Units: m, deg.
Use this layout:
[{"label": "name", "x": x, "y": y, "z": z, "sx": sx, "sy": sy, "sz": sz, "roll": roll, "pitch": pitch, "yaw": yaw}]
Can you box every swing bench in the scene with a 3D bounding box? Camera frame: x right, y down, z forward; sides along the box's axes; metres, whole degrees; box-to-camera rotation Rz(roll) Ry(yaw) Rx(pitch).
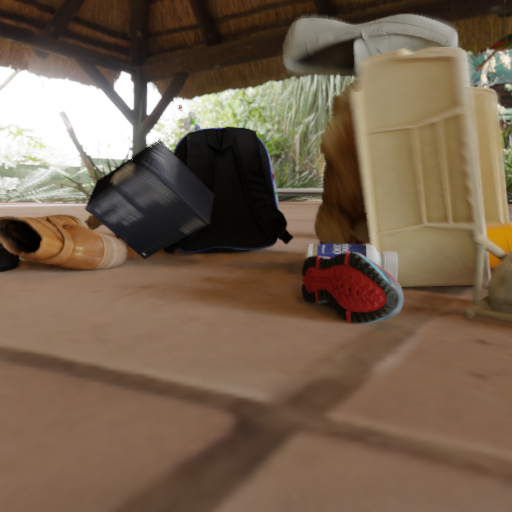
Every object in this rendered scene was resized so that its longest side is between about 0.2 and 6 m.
[{"label": "swing bench", "x": 2.771, "y": 0.232, "z": 5.056, "sx": 1.236, "sy": 0.802, "sz": 1.229, "roll": 1, "pitch": 4, "yaw": -39}]

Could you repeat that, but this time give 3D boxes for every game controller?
[{"label": "game controller", "x": -4.662, "y": 0.074, "z": 8.231, "sx": 2.187, "sy": 0.461, "sz": 1.141, "roll": -2, "pitch": 22, "yaw": -17}]

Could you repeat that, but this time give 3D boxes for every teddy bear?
[{"label": "teddy bear", "x": 1.562, "y": -1.182, "z": 8.619, "sx": 1.048, "sy": 3.138, "sz": 2.275, "roll": 10, "pitch": 34, "yaw": 15}]

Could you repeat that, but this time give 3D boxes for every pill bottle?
[{"label": "pill bottle", "x": 1.096, "y": 0.147, "z": 6.508, "sx": 1.029, "sy": 0.571, "sz": 0.571, "roll": 1, "pitch": 7, "yaw": 8}]

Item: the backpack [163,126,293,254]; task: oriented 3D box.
[{"label": "backpack", "x": -0.678, "y": -1.261, "z": 10.814, "sx": 2.449, "sy": 2.332, "sz": 1.886, "roll": -3, "pitch": 6, "yaw": -17}]

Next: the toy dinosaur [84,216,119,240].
[{"label": "toy dinosaur", "x": -2.384, "y": -0.873, "z": 11.346, "sx": 2.310, "sy": 1.227, "sz": 0.698, "roll": -26, "pitch": 23, "yaw": 6}]

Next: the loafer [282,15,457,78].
[{"label": "loafer", "x": 1.477, "y": -2.714, "z": 7.504, "sx": 2.287, "sy": 0.798, "sz": 0.800, "roll": 6, "pitch": -31, "yaw": 18}]

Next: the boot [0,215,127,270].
[{"label": "boot", "x": -3.202, "y": -0.231, "z": 8.198, "sx": 2.172, "sy": 0.833, "sz": 1.686, "roll": 19, "pitch": 4, "yaw": 27}]

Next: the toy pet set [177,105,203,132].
[{"label": "toy pet set", "x": -1.178, "y": -2.535, "z": 11.962, "sx": 0.650, "sy": 1.143, "sz": 1.224, "roll": -12, "pitch": 41, "yaw": -22}]

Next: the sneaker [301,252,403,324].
[{"label": "sneaker", "x": 1.050, "y": 0.244, "z": 5.488, "sx": 0.765, "sy": 0.635, "sz": 1.601, "roll": -1, "pitch": 7, "yaw": -19}]

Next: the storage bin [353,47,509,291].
[{"label": "storage bin", "x": 2.516, "y": -1.119, "z": 7.584, "sx": 1.341, "sy": 2.841, "sz": 2.861, "roll": -5, "pitch": 4, "yaw": 30}]

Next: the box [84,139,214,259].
[{"label": "box", "x": -1.674, "y": -0.861, "z": 8.924, "sx": 1.465, "sy": 1.334, "sz": 0.762, "roll": -26, "pitch": 36, "yaw": 27}]

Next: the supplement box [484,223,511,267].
[{"label": "supplement box", "x": 2.726, "y": -0.138, "z": 7.447, "sx": 0.893, "sy": 0.521, "sz": 1.417, "roll": -9, "pitch": 3, "yaw": 4}]
